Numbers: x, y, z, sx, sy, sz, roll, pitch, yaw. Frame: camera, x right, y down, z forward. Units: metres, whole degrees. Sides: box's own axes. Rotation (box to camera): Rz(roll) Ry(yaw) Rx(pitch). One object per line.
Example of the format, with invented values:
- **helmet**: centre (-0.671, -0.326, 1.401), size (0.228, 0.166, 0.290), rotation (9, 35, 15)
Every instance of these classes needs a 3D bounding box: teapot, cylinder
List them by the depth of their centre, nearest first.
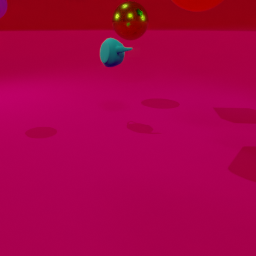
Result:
- **cylinder**: centre (1.447, -3.013, 5.190), size (1.326, 1.326, 1.326), rotation (10, 39, 24)
- **teapot**: centre (-0.344, -1.947, 7.277), size (0.581, 0.738, 1.187), rotation (-3, 2, -32)

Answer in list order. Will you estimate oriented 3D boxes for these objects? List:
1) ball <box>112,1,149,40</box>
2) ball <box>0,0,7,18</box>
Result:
- **ball**: centre (0.081, -3.603, 9.451), size (1.239, 1.239, 1.239), rotation (0, 21, 0)
- **ball**: centre (-3.397, -3.083, 6.908), size (0.770, 0.770, 0.770), rotation (0, 21, 0)
